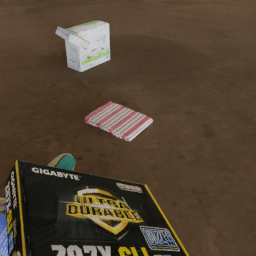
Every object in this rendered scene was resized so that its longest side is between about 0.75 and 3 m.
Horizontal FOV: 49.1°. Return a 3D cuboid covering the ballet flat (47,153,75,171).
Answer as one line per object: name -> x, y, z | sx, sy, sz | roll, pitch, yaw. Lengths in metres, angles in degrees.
ballet flat -> -1.938, 1.309, 6.289 | 0.707, 0.707, 2.034 | 15, 36, 21

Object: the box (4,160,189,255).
box -> -0.452, 1.663, 4.497 | 2.768, 0.683, 2.210 | 18, 24, -33

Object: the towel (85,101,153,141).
towel -> -0.290, -0.235, 8.808 | 1.820, 0.272, 1.332 | 24, 41, 27

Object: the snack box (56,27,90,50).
snack box -> -1.979, -3.203, 9.964 | 0.811, 0.302, 1.141 | 15, 18, -43

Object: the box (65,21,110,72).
box -> -1.756, -3.696, 12.532 | 0.943, 1.722, 1.951 | 24, 42, 31

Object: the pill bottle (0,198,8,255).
pill bottle -> -1.627, 2.001, 4.703 | 1.841, 1.032, 1.032 | 21, 38, 11
